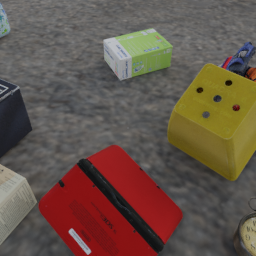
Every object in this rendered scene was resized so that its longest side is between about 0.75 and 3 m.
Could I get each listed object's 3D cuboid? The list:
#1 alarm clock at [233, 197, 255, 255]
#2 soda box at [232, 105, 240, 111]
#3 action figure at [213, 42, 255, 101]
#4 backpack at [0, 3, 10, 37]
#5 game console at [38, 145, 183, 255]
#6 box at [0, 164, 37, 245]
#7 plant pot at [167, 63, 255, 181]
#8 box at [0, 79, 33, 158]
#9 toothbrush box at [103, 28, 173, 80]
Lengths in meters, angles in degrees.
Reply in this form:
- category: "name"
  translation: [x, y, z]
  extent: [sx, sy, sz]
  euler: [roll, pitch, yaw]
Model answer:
- category: "alarm clock"
  translation: [2.866, 2.272, 5.966]
  extent: [1.185, 0.585, 1.757]
  euler: [5, 49, 6]
- category: "soda box"
  translation: [4.086, -0.100, 8.036]
  extent: [2.613, 0.915, 0.829]
  euler: [6, 46, 6]
- category: "action figure"
  translation: [3.924, -1.485, 9.493]
  extent: [2.614, 1.367, 2.529]
  euler: [-48, 52, -8]
- category: "backpack"
  translation: [-5.998, -4.551, 11.986]
  extent: [1.188, 1.479, 1.616]
  euler: [32, 55, 24]
- category: "game console"
  translation: [-0.308, 1.821, 6.196]
  extent: [2.084, 1.435, 2.418]
  euler: [-45, 77, 0]
- category: "box"
  translation: [-3.157, 2.030, 5.839]
  extent: [0.927, 1.133, 2.385]
  euler: [22, 48, 21]
- category: "plant pot"
  translation: [2.260, -0.300, 7.008]
  extent: [2.166, 1.910, 2.166]
  euler: [33, 83, 28]
- category: "box"
  translation: [-4.712, -0.138, 7.466]
  extent: [2.878, 1.773, 2.855]
  euler: [22, 50, 20]
- category: "toothbrush box"
  translation: [0.357, -2.864, 10.715]
  extent: [2.168, 0.933, 1.578]
  euler: [-19, 49, -19]
